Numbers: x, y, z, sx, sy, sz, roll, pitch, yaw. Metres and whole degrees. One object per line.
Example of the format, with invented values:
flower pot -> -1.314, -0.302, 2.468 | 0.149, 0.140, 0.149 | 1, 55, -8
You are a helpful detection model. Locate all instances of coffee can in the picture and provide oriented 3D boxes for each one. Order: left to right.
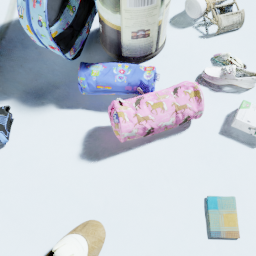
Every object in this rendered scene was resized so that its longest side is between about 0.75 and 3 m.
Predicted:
coffee can -> 0.159, -3.544, 7.637 | 2.101, 2.870, 2.101 | 0, 62, 0

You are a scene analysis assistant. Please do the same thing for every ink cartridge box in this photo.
ink cartridge box -> 3.289, -0.206, 7.252 | 0.959, 0.404, 0.700 | 24, 65, 13

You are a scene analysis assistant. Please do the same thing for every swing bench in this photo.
swing bench -> 3.125, -3.620, 8.980 | 0.927, 0.604, 0.932 | -17, 63, -9

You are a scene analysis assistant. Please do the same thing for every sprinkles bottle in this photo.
sprinkles bottle -> 2.840, -4.450, 9.357 | 2.086, 0.712, 0.712 | -38, 68, -19

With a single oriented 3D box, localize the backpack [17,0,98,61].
backpack -> -2.030, -3.496, 7.890 | 1.966, 2.668, 2.922 | 8, 73, 14

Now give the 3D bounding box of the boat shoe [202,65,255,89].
boat shoe -> 2.896, -1.548, 7.895 | 1.558, 0.540, 0.552 | 9, 62, 5

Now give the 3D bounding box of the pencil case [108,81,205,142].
pencil case -> 0.722, -0.441, 7.034 | 2.389, 1.034, 0.989 | -16, 53, -10

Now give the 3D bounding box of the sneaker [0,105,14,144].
sneaker -> -3.159, -0.129, 7.220 | 0.433, 0.390, 1.112 | -24, 63, -4

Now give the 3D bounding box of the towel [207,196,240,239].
towel -> 2.121, 1.977, 6.263 | 0.667, 0.099, 0.909 | 2, 63, 1

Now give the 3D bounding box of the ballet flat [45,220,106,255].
ballet flat -> -1.469, 2.751, 5.349 | 2.612, 0.945, 0.886 | -39, 63, -19

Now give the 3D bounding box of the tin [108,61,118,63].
tin -> -0.293, -1.701, 8.205 | 0.824, 0.173, 0.461 | 16, 59, 8

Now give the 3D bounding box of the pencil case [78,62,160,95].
pencil case -> -0.269, -1.274, 7.558 | 2.208, 0.862, 0.959 | 4, 53, 3

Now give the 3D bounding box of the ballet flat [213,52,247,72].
ballet flat -> 3.028, -1.990, 8.227 | 1.065, 0.379, 0.368 | 37, 66, 18
